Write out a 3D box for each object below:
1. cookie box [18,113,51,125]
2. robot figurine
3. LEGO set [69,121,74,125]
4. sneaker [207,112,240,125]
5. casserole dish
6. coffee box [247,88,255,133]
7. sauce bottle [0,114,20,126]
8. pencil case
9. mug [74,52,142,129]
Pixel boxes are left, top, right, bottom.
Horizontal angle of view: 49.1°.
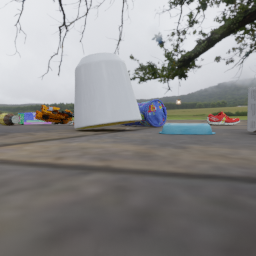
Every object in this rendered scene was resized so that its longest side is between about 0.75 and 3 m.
[{"bbox_3d":[-4.239,-0.426,12.642,1.198,0.526,1.400,-1,2,-31],"label":"cookie box"},{"bbox_3d":[-2.785,-0.492,10.853,1.414,0.412,1.025,10,-30,-41],"label":"robot figurine"},{"bbox_3d":[-1.841,-0.186,11.167,1.000,0.329,1.339,-15,3,-7],"label":"LEGO set"},{"bbox_3d":[3.851,-0.385,11.228,1.303,0.553,0.502,0,2,0],"label":"sneaker"},{"bbox_3d":[1.127,0.012,5.384,1.066,0.207,0.645,0,2,14],"label":"casserole dish"},{"bbox_3d":[3.286,-0.300,4.590,1.227,0.866,2.170,-1,2,-31],"label":"coffee box"},{"bbox_3d":[-4.702,-0.328,11.080,0.494,0.494,1.526,-2,5,-40],"label":"sauce bottle"},{"bbox_3d":[0.400,-0.524,9.864,1.008,0.906,2.322,-22,14,-29],"label":"pencil case"},{"bbox_3d":[-0.697,-0.854,6.883,1.605,1.645,2.004,-8,-1,-36],"label":"mug"}]
